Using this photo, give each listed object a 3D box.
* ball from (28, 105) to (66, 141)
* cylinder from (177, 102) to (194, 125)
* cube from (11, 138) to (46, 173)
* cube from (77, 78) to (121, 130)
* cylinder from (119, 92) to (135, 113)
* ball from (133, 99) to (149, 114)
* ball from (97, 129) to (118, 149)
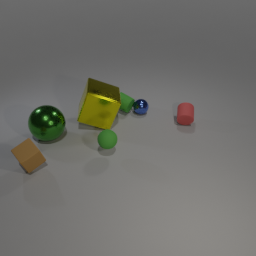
[{"bbox_3d":[-3.120,-0.185,10.802,1.400,1.400,1.400,0,32,0],"label":"ball"},{"bbox_3d":[2.423,-0.597,11.794,0.700,0.700,0.700,5,55,8],"label":"cylinder"},{"bbox_3d":[-3.251,0.904,9.190,0.700,0.700,0.700,-38,60,-19],"label":"cube"},{"bbox_3d":[-1.199,-0.995,11.583,1.400,1.400,1.400,16,32,-16],"label":"cube"},{"bbox_3d":[-0.172,-1.152,12.591,0.700,0.700,0.700,31,41,17],"label":"cylinder"},{"bbox_3d":[0.583,-0.965,12.645,0.700,0.700,0.700,0,32,0],"label":"ball"},{"bbox_3d":[-0.717,0.396,9.798,0.700,0.700,0.700,0,32,0],"label":"ball"}]
